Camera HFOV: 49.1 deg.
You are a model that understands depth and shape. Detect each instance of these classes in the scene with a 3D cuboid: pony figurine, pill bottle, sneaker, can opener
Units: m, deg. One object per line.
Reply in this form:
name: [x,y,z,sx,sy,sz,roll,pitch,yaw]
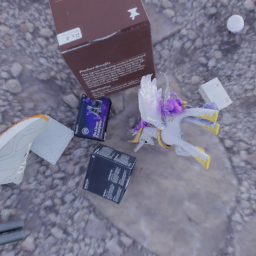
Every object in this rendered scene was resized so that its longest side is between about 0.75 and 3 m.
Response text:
pony figurine: [1.190,-0.248,7.768,2.497,2.080,2.411,13,106,27]
pill bottle: [3.360,-3.258,8.771,0.481,0.859,0.481,6,105,23]
sneaker: [-3.247,0.812,8.081,2.945,1.115,1.354,-39,97,8]
can opener: [-4.045,3.050,7.602,2.351,0.781,0.619,-8,60,-27]

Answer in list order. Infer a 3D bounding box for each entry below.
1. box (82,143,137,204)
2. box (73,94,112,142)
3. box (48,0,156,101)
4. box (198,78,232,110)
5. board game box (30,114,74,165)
box: [-0.520,1.267,7.825,1.157,0.662,1.271,21,115,7]
box: [-1.060,-0.301,8.522,0.907,0.507,1.285,9,80,4]
box: [-0.583,-2.403,7.475,2.108,2.541,2.086,-18,68,2]
box: [2.680,-0.994,8.658,0.564,0.442,0.906,-28,81,-4]
board game box: [-2.381,0.345,8.548,1.156,0.150,1.156,30,82,10]
